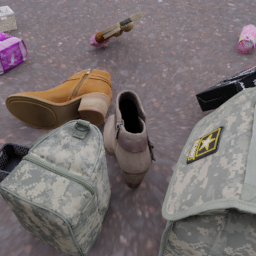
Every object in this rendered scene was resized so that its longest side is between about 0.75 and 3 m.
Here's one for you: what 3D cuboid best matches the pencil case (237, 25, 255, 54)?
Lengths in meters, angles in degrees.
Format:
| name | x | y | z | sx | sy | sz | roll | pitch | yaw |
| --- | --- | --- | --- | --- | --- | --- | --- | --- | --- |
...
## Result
| name | x | y | z | sx | sy | sz | roll | pitch | yaw |
| --- | --- | --- | --- | --- | --- | --- | --- | --- | --- |
| pencil case | 4.456 | -3.323 | 10.405 | 0.626 | 0.626 | 1.432 | 17 | 46 | 17 |

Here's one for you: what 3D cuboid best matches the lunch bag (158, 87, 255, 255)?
| name | x | y | z | sx | sy | sz | roll | pitch | yaw |
| --- | --- | --- | --- | --- | --- | --- | --- | --- | --- |
| lunch bag | 1.549 | 0.955 | 4.445 | 1.649 | 2.805 | 2.301 | 18 | 48 | 17 |

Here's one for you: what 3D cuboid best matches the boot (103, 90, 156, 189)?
| name | x | y | z | sx | sy | sz | roll | pitch | yaw |
| --- | --- | --- | --- | --- | --- | --- | --- | --- | --- |
| boot | -0.047 | -0.013 | 6.089 | 0.905 | 1.883 | 2.575 | -12 | 46 | -12 |

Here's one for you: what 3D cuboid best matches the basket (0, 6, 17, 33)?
| name | x | y | z | sx | sy | sz | roll | pitch | yaw |
| --- | --- | --- | --- | --- | --- | --- | --- | --- | --- |
| basket | -5.144 | -4.448 | 11.467 | 0.885 | 0.718 | 0.893 | -25 | 50 | -24 |

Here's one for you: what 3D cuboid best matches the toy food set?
| name | x | y | z | sx | sy | sz | roll | pitch | yaw |
| --- | --- | --- | --- | --- | --- | --- | --- | --- | --- |
| toy food set | -0.503 | -3.336 | 9.789 | 1.826 | 0.452 | 2.872 | -27 | 19 | 0 |

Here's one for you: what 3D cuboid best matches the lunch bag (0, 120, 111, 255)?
| name | x | y | z | sx | sy | sz | roll | pitch | yaw |
| --- | --- | --- | --- | --- | --- | --- | --- | --- | --- |
| lunch bag | -1.004 | 1.050 | 4.945 | 1.425 | 2.045 | 1.715 | 21 | 52 | 18 |

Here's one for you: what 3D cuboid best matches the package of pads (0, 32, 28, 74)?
| name | x | y | z | sx | sy | sz | roll | pitch | yaw |
| --- | --- | --- | --- | --- | --- | --- | --- | --- | --- |
| package of pads | -4.726 | -2.735 | 9.611 | 2.256 | 0.854 | 1.360 | 23 | 49 | 22 |

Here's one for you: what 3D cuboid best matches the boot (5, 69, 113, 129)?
| name | x | y | z | sx | sy | sz | roll | pitch | yaw |
| --- | --- | --- | --- | --- | --- | --- | --- | --- | --- |
| boot | -1.763 | -0.958 | 7.810 | 2.684 | 0.989 | 2.076 | 7 | 42 | -2 |

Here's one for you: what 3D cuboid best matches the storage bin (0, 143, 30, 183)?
| name | x | y | z | sx | sy | sz | roll | pitch | yaw |
| --- | --- | --- | --- | --- | --- | --- | --- | --- | --- |
| storage bin | -2.337 | 0.856 | 6.179 | 1.142 | 0.535 | 0.772 | 10 | 45 | 11 |

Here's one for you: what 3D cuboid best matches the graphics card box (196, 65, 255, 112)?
| name | x | y | z | sx | sy | sz | roll | pitch | yaw |
| --- | --- | --- | --- | --- | --- | --- | --- | --- | --- |
| graphics card box | 2.959 | -1.130 | 7.153 | 2.164 | 0.550 | 1.358 | -26 | 6 | -29 |
